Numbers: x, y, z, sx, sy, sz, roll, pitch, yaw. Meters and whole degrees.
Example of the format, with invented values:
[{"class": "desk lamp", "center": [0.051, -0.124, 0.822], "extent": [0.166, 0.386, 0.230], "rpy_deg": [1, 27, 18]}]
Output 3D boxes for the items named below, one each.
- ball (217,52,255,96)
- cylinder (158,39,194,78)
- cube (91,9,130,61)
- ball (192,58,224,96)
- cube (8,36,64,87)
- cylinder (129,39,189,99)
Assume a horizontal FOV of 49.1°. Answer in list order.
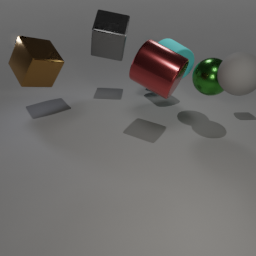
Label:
[{"class": "ball", "center": [3.643, -1.757, 9.121], "extent": [1.400, 1.400, 1.400], "rpy_deg": [0, 29, 0]}, {"class": "cylinder", "center": [1.951, -3.037, 12.334], "extent": [1.400, 1.400, 1.400], "rpy_deg": [-13, 39, -22]}, {"class": "cube", "center": [-0.767, -3.962, 12.031], "extent": [1.400, 1.400, 1.400], "rpy_deg": [10, 56, -4]}, {"class": "ball", "center": [3.115, -1.909, 10.470], "extent": [1.400, 1.400, 1.400], "rpy_deg": [0, 29, 0]}, {"class": "cube", "center": [-3.662, -2.601, 11.168], "extent": [1.400, 1.400, 1.400], "rpy_deg": [-8, 55, -48]}, {"class": "cylinder", "center": [0.973, -1.847, 8.848], "extent": [1.400, 1.400, 1.400], "rpy_deg": [31, 37, 11]}]
